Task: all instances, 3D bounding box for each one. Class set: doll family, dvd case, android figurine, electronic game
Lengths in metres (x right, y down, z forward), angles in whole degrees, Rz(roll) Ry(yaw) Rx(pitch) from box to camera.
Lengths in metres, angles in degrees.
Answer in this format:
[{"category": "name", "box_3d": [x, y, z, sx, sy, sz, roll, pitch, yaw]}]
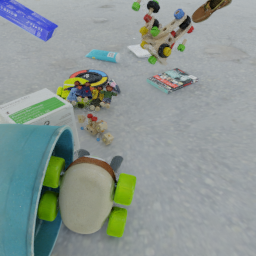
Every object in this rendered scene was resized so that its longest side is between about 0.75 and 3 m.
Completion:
[{"category": "doll family", "box_3d": [-1.538, -1.398, 11.288, 2.134, 0.837, 1.233, 15, 56, -10]}, {"category": "dvd case", "box_3d": [2.096, -2.251, 13.138, 2.008, 0.221, 1.466, -26, 44, -29]}, {"category": "android figurine", "box_3d": [-2.192, -1.532, 11.823, 1.611, 0.363, 1.770, 0, 47, -6]}, {"category": "electronic game", "box_3d": [-1.832, -2.284, 13.037, 1.839, 0.383, 1.839, 0, 37, 0]}]

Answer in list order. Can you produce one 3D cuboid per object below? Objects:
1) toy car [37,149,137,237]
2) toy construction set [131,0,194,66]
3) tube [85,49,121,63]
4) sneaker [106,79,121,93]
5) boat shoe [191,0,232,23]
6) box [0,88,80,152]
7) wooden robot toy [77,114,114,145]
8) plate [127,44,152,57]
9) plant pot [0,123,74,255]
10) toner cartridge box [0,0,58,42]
[{"category": "toy car", "box_3d": [-0.869, 1.225, 7.281, 2.053, 1.972, 2.500, 13, 26, 1]}, {"category": "toy construction set", "box_3d": [1.088, -2.852, 9.603, 1.973, 2.366, 1.818, 25, 84, 26]}, {"category": "tube", "box_3d": [-1.361, -3.971, 15.265, 2.005, 0.505, 0.777, 17, 45, 27]}, {"category": "sneaker", "box_3d": [-0.640, -1.795, 12.491, 0.420, 0.359, 1.023, -27, 39, -6]}, {"category": "boat shoe", "box_3d": [2.167, -3.242, 7.487, 1.153, 0.415, 0.392, -27, -8, 35]}, {"category": "box", "box_3d": [-2.737, 0.059, 8.683, 1.805, 1.814, 1.554, -30, 44, -33]}, {"category": "wooden robot toy", "box_3d": [-1.003, -0.115, 9.916, 1.730, 0.762, 0.785, 31, 36, 34]}, {"category": "plate", "box_3d": [0.963, -4.417, 16.012, 1.583, 0.256, 1.586, -13, 39, -19]}, {"category": "plant pot", "box_3d": [-2.841, 1.189, 5.962, 2.758, 2.935, 2.935, 9, 37, 0]}, {"category": "toner cartridge box", "box_3d": [-3.085, -3.324, 8.558, 1.711, 0.369, 0.813, 29, 32, -9]}]
